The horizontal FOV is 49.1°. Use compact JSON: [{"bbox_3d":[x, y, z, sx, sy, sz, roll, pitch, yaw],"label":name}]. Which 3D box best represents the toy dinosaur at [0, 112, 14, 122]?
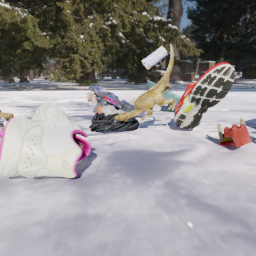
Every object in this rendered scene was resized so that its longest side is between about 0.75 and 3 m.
[{"bbox_3d":[-4.528,-0.360,9.018,1.412,0.813,2.792,0,9,-7],"label":"toy dinosaur"}]

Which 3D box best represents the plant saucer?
[{"bbox_3d":[2.146,-1.532,14.206,2.915,0.524,2.915,26,12,-6],"label":"plant saucer"}]

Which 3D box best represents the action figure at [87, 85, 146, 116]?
[{"bbox_3d":[-0.682,-0.773,11.702,2.569,1.344,2.485,27,10,-14],"label":"action figure"}]

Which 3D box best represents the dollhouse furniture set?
[{"bbox_3d":[3.246,0.187,6.065,2.426,0.987,1.306,-15,5,20],"label":"dollhouse furniture set"}]

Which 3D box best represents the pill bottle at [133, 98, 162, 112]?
[{"bbox_3d":[0.980,-1.255,14.469,1.435,0.780,0.780,8,12,43],"label":"pill bottle"}]

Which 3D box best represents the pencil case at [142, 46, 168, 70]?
[{"bbox_3d":[0.914,-2.420,9.624,0.913,0.379,0.414,-34,-24,16],"label":"pencil case"}]

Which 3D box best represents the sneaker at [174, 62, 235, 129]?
[{"bbox_3d":[1.962,-1.010,7.877,0.924,2.400,1.019,17,46,-20],"label":"sneaker"}]

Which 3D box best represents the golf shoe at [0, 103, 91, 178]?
[{"bbox_3d":[-1.329,0.254,5.199,1.342,1.104,2.932,13,13,-4],"label":"golf shoe"}]

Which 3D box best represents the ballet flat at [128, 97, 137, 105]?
[{"bbox_3d":[0.571,-1.469,16.056,0.728,0.673,2.158,-6,11,-29],"label":"ballet flat"}]

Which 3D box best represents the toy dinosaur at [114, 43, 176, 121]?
[{"bbox_3d":[0.766,-0.895,7.667,1.350,2.671,0.777,2,48,-50],"label":"toy dinosaur"}]

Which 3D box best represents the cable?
[{"bbox_3d":[-0.420,-0.125,8.916,1.558,0.485,1.909,7,11,0],"label":"cable"}]
